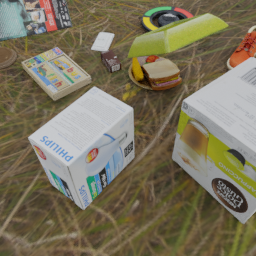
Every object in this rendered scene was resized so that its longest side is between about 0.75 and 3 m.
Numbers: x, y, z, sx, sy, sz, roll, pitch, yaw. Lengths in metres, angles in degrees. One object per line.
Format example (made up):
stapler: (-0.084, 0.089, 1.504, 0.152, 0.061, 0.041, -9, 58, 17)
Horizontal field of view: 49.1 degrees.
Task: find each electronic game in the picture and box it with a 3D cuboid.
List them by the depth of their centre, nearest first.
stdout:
electronic game: (2.078, -5.429, 14.252, 2.812, 0.585, 2.812, 0, 50, 0)

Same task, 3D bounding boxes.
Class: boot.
boot: (5.101, -3.423, 12.106, 0.952, 1.360, 2.537, 28, 57, 19)

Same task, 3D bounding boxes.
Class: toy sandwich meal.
toy sandwich meal: (1.113, -2.441, 11.605, 2.383, 0.816, 2.383, 0, 50, 0)

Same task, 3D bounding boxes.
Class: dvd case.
dvd case: (-3.278, -3.848, 8.566, 2.758, 2.013, 0.304, -22, 22, -23)

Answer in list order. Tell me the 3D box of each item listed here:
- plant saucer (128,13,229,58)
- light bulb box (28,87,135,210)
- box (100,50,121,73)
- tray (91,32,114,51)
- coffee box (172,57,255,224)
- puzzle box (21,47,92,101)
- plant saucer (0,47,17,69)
plant saucer: (1.387, -2.899, 8.684, 2.371, 0.569, 2.375, -28, 21, -21)
light bulb box: (-1.131, 0.589, 8.048, 1.504, 2.389, 2.410, 31, 58, 26)
box: (-0.756, -2.952, 12.315, 0.549, 0.411, 1.096, -21, 51, -16)
tray: (-1.208, -4.214, 13.519, 0.799, 0.165, 1.488, 9, 51, 9)
coffee box: (3.387, 0.315, 7.961, 2.888, 2.856, 2.884, -32, 57, -23)
puzzle box: (-3.041, -2.370, 11.855, 1.819, 0.348, 2.734, -33, 57, -25)
plant saucer: (-5.813, -3.186, 12.627, 1.547, 0.228, 1.547, 0, 51, 0)
